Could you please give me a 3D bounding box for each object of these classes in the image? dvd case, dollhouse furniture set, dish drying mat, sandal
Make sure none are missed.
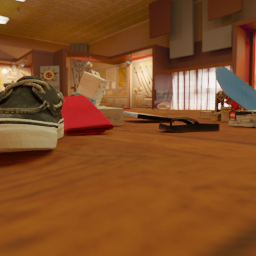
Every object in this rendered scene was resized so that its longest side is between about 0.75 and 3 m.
[{"bbox_3d":[0.654,-0.453,10.768,1.470,0.181,2.060,5,4,-21],"label":"dvd case"},{"bbox_3d":[3.799,-0.994,12.020,2.037,1.280,2.303,-4,6,-44],"label":"dollhouse furniture set"},{"bbox_3d":[-1.249,-0.370,6.946,1.052,0.249,2.740,-6,21,-20],"label":"dish drying mat"},{"bbox_3d":[1.439,-0.100,6.716,1.611,0.345,0.613,-2,5,-22],"label":"sandal"}]

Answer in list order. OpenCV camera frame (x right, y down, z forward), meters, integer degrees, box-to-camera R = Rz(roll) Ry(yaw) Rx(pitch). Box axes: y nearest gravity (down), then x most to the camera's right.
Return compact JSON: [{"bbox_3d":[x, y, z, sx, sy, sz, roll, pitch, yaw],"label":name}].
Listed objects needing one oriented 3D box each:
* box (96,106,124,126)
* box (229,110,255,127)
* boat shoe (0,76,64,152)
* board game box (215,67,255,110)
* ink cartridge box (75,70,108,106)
[{"bbox_3d":[-1.546,-0.435,9.306,2.202,0.582,2.825,-2,5,-17],"label":"box"},{"bbox_3d":[4.338,-0.291,8.291,2.387,0.476,1.634,-4,6,-42],"label":"box"},{"bbox_3d":[-1.542,-0.254,4.177,1.064,1.047,2.951,-1,5,-8],"label":"boat shoe"},{"bbox_3d":[4.269,-1.204,10.853,2.758,0.537,2.179,33,40,-11],"label":"board game box"},{"bbox_3d":[-1.130,-1.281,8.859,0.634,1.013,0.651,26,10,14],"label":"ink cartridge box"}]
